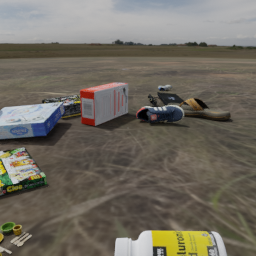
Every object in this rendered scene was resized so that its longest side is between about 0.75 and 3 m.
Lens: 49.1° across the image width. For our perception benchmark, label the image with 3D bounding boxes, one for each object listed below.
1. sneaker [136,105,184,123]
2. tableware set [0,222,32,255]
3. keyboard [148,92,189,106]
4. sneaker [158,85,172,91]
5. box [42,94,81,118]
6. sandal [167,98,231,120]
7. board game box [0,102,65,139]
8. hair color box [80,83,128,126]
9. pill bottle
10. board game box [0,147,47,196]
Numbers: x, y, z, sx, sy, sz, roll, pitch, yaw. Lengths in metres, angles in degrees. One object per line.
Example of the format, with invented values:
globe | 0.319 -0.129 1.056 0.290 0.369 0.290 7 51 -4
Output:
sneaker | 1.111 -0.442 10.104 1.765 0.662 0.746 0 15 31
tableware set | -1.946 1.700 4.128 0.618 0.141 0.917 9 20 27
keyboard | 1.786 -1.343 13.467 1.820 0.295 2.864 5 16 -5
sneaker | 2.209 -2.343 16.671 0.823 0.317 0.351 -5 27 8
box | -2.314 -0.989 11.956 2.156 0.532 1.721 -15 25 -39
sandal | 2.781 -0.822 11.123 2.539 0.693 1.037 13 22 35
board game box | -3.479 -0.268 9.293 2.237 0.488 2.248 -4 20 4
hair color box | -0.849 -0.977 10.702 0.721 1.250 2.255 11 20 31
pill bottle | 0.490 1.631 3.411 1.279 0.712 0.712 -1 18 2
board game box | -2.667 0.927 6.440 1.045 0.234 1.994 -13 22 -30
